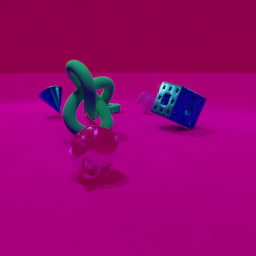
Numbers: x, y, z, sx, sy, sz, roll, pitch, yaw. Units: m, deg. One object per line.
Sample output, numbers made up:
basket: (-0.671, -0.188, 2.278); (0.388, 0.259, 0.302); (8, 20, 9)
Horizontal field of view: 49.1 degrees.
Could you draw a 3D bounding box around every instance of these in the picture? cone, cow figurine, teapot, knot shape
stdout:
cone: (-2.736, -0.931, 10.578); (0.950, 0.953, 0.950); (-25, -15, -7)
cow figurine: (0.920, -1.075, 11.021); (0.642, 1.151, 1.170); (-19, 64, -36)
teapot: (-0.633, 0.302, 4.853); (0.911, 0.717, 1.465); (-32, 37, 23)
knot shape: (-0.927, -0.729, 7.357); (0.942, 2.039, 1.908); (-9, 3, 19)

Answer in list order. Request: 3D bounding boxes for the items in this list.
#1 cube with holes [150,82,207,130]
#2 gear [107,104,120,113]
cube with holes: (1.516, -0.682, 8.482); (1.007, 1.007, 1.007); (21, 4, -31)
gear: (-1.000, -0.819, 11.719); (1.336, 0.247, 1.336); (-2, 12, 0)
